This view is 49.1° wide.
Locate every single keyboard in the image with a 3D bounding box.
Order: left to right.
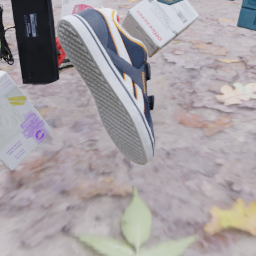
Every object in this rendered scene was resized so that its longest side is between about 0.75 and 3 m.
[{"bbox_3d":[-1.410,-1.375,3.803,0.998,1.571,0.162,3,15,19],"label":"keyboard"}]

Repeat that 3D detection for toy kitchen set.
[{"bbox_3d":[1.438,-2.137,4.712,1.513,0.891,1.212,30,49,32],"label":"toy kitchen set"}]

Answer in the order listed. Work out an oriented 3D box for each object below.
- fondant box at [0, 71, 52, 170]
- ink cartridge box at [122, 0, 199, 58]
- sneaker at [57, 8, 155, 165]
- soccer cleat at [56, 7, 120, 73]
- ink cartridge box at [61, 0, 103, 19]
[{"bbox_3d":[-2.377,-0.134,5.402,0.464,1.592,1.148,19,58,40],"label":"fondant box"},{"bbox_3d":[0.862,-2.874,7.481,1.682,0.704,1.214,-42,94,-22],"label":"ink cartridge box"},{"bbox_3d":[-0.043,-0.774,5.176,1.181,2.973,1.166,-37,22,-30],"label":"sneaker"},{"bbox_3d":[-1.495,-2.448,8.180,2.956,1.259,1.014,-42,89,-15],"label":"soccer cleat"},{"bbox_3d":[-1.506,-4.548,9.400,0.804,1.943,1.424,0,13,-43],"label":"ink cartridge box"}]
